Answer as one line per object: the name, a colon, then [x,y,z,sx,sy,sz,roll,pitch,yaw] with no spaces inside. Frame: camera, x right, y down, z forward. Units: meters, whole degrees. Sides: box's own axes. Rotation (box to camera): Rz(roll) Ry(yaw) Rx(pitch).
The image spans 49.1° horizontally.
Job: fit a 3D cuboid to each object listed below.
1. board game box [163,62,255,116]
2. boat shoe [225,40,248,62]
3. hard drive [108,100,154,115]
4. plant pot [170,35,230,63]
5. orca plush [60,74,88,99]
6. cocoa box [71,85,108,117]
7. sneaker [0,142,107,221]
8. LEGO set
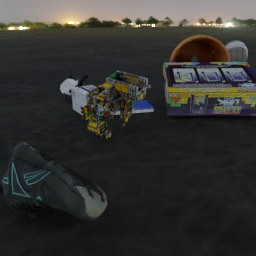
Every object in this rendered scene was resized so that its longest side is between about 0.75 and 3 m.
board game box: [2.546,-1.279,8.691,2.809,0.797,2.322,0,35,4]
boat shoe: [4.235,-2.949,11.281,0.989,0.973,2.743,0,-11,18]
hard drive: [0.036,-0.654,8.824,1.334,0.169,0.880,-5,22,-13]
plant pot: [2.576,-2.454,10.545,2.126,2.126,1.488,2,25,4]
orca plush: [-1.748,-1.433,9.608,0.587,0.869,1.652,13,-22,-34]
cocoa box: [-1.153,-0.821,8.464,0.717,0.729,1.093,-14,26,-30]
sneaker: [-1.127,0.884,3.896,2.241,0.845,0.888,13,67,49]
LEGO set: [-0.151,-0.545,6.761,1.047,1.389,1.807,20,34,27]
